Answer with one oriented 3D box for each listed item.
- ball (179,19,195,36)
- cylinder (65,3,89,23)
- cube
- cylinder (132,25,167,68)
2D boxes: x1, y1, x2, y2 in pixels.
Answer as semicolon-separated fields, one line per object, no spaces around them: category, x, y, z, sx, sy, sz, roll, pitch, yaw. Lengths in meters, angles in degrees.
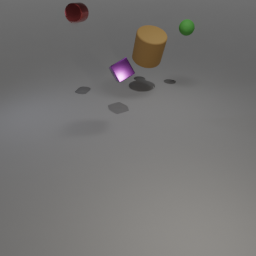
ball;2.658;-4.549;12.681;0.700;0.700;0.700;0;30;0
cylinder;-1.962;-4.427;10.755;0.700;0.700;0.700;8;26;13
cube;-0.244;-2.210;10.750;0.700;0.700;0.700;-31;12;-4
cylinder;0.977;-3.744;12.942;1.400;1.400;1.400;5;53;-7
